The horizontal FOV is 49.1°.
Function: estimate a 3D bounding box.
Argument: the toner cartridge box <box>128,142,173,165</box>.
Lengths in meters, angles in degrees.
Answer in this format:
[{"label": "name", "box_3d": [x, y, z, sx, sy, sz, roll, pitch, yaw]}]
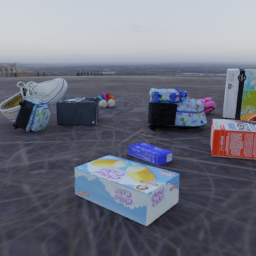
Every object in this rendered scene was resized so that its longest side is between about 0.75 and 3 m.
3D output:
[{"label": "toner cartridge box", "box_3d": [0.608, 0.699, 7.808, 0.574, 0.261, 1.208, -10, 17, -38]}]

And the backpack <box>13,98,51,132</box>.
[{"label": "backpack", "box_3d": [-3.596, -0.489, 10.886, 0.975, 1.215, 1.327, 24, 14, 4]}]

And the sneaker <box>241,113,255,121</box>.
[{"label": "sneaker", "box_3d": [5.590, -0.440, 11.580, 1.969, 0.719, 0.760, -3, 14, -16]}]

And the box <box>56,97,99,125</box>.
[{"label": "box", "box_3d": [-2.144, -0.770, 12.312, 1.663, 1.031, 1.635, -1, 15, -2]}]

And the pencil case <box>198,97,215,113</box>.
[{"label": "pencil case", "box_3d": [3.438, -1.092, 13.958, 2.025, 0.919, 0.949, -9, -15, -30]}]

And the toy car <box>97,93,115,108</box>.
[{"label": "toy car", "box_3d": [-1.324, -1.637, 16.230, 1.122, 0.842, 0.982, -6, 15, -23]}]

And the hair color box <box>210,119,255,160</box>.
[{"label": "hair color box", "box_3d": [3.823, 0.324, 8.110, 2.698, 0.862, 1.496, 5, 14, 13]}]

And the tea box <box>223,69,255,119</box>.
[{"label": "tea box", "box_3d": [5.669, -1.594, 13.056, 2.197, 2.233, 1.492, 5, 14, 19]}]

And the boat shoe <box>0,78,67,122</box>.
[{"label": "boat shoe", "box_3d": [-4.063, -1.406, 11.631, 3.012, 1.113, 1.284, -25, -34, 9]}]

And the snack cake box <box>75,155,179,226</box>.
[{"label": "snack cake box", "box_3d": [-0.057, 1.099, 5.409, 1.813, 0.609, 1.043, 10, 16, 38]}]

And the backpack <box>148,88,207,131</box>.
[{"label": "backpack", "box_3d": [1.982, -0.759, 11.175, 2.295, 1.544, 2.095, 3, 13, 7]}]
